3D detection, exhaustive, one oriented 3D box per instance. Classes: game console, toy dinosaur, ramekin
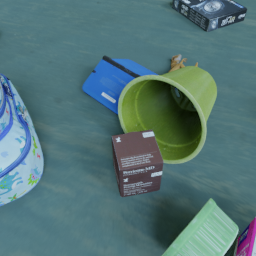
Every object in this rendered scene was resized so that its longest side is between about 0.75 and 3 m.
[{"bbox_3d":[0.070,-1.221,8.504,2.170,1.284,1.852,35,88,28],"label":"game console"},{"bbox_3d":[1.475,-1.635,8.637,1.214,0.690,2.285,9,32,19],"label":"toy dinosaur"},{"bbox_3d":[1.277,1.973,4.895,0.674,1.379,1.379,40,59,21],"label":"ramekin"}]

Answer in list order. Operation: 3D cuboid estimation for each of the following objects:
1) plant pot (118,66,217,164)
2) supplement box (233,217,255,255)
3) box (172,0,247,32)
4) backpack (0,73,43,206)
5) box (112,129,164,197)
[{"bbox_3d":[1.209,-0.592,6.917,2.179,2.179,2.070,26,41,21],"label":"plant pot"},{"bbox_3d":[2.146,2.743,4.307,1.154,1.130,2.233,22,52,18],"label":"supplement box"},{"bbox_3d":[3.332,-4.997,11.676,1.954,0.531,2.439,-22,52,-18],"label":"box"},{"bbox_3d":[-3.330,0.229,5.909,2.602,2.090,2.843,-26,60,-18],"label":"backpack"},{"bbox_3d":[0.179,0.777,6.094,0.925,1.115,0.916,-9,49,-7],"label":"box"}]
